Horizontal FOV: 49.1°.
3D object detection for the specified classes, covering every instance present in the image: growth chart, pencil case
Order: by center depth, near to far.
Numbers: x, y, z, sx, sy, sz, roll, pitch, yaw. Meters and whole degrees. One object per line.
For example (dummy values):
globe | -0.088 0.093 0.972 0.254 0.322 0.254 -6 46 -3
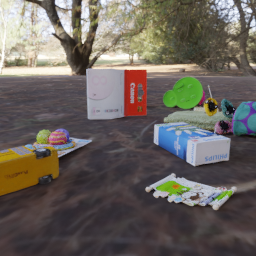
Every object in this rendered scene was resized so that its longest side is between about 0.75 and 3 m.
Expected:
growth chart | 1.184 1.204 5.354 1.481 0.131 1.072 9 17 34
pencil case | 4.763 -0.147 8.747 2.696 1.147 1.246 10 -27 34

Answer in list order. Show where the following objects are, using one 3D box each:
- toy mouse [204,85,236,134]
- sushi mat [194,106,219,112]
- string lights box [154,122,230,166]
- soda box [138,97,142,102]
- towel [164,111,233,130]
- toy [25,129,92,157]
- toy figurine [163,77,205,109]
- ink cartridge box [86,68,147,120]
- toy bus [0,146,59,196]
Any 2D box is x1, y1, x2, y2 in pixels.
toy mouse | 3.387 -0.361 9.933 1.716 1.931 0.374 21 -30 -17
sushi mat | 3.797 -0.785 13.579 1.205 0.152 2.519 3 14 15
string lights box | 1.669 0.372 7.720 1.066 0.611 2.074 -6 15 -22
soda box | 0.165 -1.470 15.585 0.503 0.533 1.572 -10 17 -36
towel | 2.812 -0.346 11.076 2.507 0.457 1.860 5 15 20
toy | -2.168 0.366 7.860 1.421 0.582 2.467 5 14 17
toy figurine | 3.403 -1.731 15.712 2.260 1.696 2.080 -20 -13 30
ink cartridge box | -0.435 -1.497 12.180 2.664 2.165 0.760 -1 13 -6
toy bus | -2.487 0.867 5.528 2.156 0.702 0.844 -13 18 -42
